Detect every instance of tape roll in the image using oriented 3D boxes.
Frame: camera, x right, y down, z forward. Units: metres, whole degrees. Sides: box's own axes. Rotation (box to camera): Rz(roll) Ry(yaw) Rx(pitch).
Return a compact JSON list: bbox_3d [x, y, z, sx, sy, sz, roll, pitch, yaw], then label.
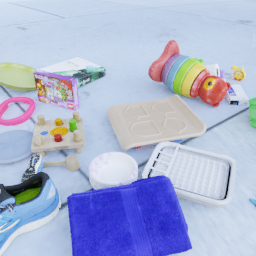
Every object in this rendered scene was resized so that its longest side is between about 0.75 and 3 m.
[{"bbox_3d":[3.663,-2.389,12.271,0.537,0.782,0.782,-4,28,31],"label":"tape roll"}]

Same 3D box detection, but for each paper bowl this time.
[{"bbox_3d":[-0.371,1.231,7.242,1.248,0.649,1.248,0,32,0],"label":"paper bowl"}]

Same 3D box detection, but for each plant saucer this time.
[{"bbox_3d":[-4.820,-2.217,12.298,2.362,0.367,2.362,16,30,-9],"label":"plant saucer"}]

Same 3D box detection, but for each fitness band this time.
[{"bbox_3d":[-4.196,-0.656,10.484,1.266,0.330,1.763,3,34,-1],"label":"fitness band"}]

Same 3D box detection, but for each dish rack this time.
[{"bbox_3d":[1.627,1.229,7.411,2.219,0.483,1.904,12,34,18],"label":"dish rack"}]

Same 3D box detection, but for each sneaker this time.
[{"bbox_3d":[-2.491,1.209,7.501,0.392,0.445,0.997,0,50,18],"label":"sneaker"},{"bbox_3d":[-2.775,1.824,5.743,1.153,1.309,2.936,24,41,32],"label":"sneaker"}]

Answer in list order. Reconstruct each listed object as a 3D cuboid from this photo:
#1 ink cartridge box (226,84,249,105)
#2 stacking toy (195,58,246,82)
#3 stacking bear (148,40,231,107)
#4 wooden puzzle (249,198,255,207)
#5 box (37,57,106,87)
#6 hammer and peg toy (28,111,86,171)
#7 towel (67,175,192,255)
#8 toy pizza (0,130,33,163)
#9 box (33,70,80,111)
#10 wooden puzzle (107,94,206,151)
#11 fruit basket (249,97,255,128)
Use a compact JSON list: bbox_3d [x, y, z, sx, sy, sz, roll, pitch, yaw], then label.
[{"bbox_3d":[4.441,-1.418,11.647,0.742,0.292,1.492,3,35,5],"label":"ink cartridge box"},{"bbox_3d":[3.633,-2.517,13.069,2.968,0.697,2.238,23,38,34],"label":"stacking toy"},{"bbox_3d":[2.604,-1.977,11.341,2.974,1.691,1.806,36,87,27],"label":"stacking bear"},{"bbox_3d":[3.808,1.856,6.731,1.471,0.172,0.992,-7,34,-10],"label":"wooden puzzle"},{"bbox_3d":[-2.565,-2.538,12.947,1.901,0.479,2.634,26,39,25],"label":"box"},{"bbox_3d":[-2.133,0.344,8.473,1.645,0.789,2.236,-5,33,-8],"label":"hammer and peg toy"},{"bbox_3d":[-0.043,1.900,5.882,2.422,0.600,1.789,-11,47,-8],"label":"towel"},{"bbox_3d":[-3.552,0.587,8.598,1.619,0.256,1.619,0,34,0],"label":"toy pizza"},{"bbox_3d":[-2.755,-1.460,10.832,1.816,1.243,0.355,15,36,21],"label":"box"},{"bbox_3d":[0.851,-0.159,9.476,2.726,0.631,2.525,-13,34,-10],"label":"wooden puzzle"},{"bbox_3d":[5.473,-0.535,9.300,2.308,1.664,2.308,-11,19,4],"label":"fruit basket"}]
